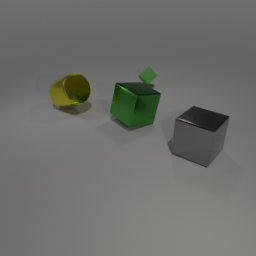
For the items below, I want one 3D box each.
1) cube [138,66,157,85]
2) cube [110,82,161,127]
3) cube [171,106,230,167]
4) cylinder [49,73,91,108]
[{"bbox_3d":[1.078,-2.839,15.326,0.700,0.700,0.700,-44,4,-2],"label":"cube"},{"bbox_3d":[0.289,-1.022,11.717,1.400,1.400,1.400,-9,33,-39],"label":"cube"},{"bbox_3d":[2.511,0.241,9.762,1.400,1.400,1.400,21,34,31],"label":"cube"},{"bbox_3d":[-2.642,-1.667,12.755,1.400,1.400,1.400,-27,13,-39],"label":"cylinder"}]
